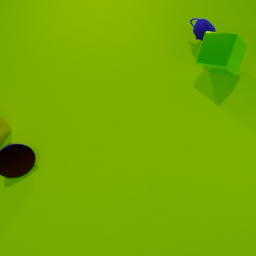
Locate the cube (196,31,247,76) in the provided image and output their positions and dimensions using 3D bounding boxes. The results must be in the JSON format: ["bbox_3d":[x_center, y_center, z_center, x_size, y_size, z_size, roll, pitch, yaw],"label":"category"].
[{"bbox_3d":[2.969,-2.345,8.896,1.040,1.040,1.040,22,98,39],"label":"cube"}]

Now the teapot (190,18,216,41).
[{"bbox_3d":[2.600,-3.268,9.606,1.307,0.640,0.813,52,41,9],"label":"teapot"}]

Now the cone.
[{"bbox_3d":[-3.361,0.691,8.120,1.093,1.093,1.097,-32,38,-14],"label":"cone"}]

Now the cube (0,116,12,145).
[{"bbox_3d":[-4.361,0.035,8.127,1.140,1.140,1.140,23,67,10],"label":"cube"}]
